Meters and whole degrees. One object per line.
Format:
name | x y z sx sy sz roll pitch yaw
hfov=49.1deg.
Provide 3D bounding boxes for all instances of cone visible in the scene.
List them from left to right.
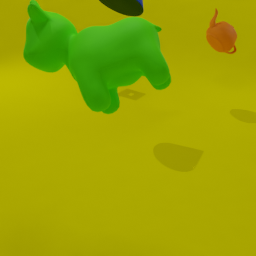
cone | 0.001 -3.238 6.031 1.143 1.147 1.143 21 0 0

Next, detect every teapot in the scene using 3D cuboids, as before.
teapot | 2.711 -2.697 8.045 0.715 1.460 0.908 -43 27 1

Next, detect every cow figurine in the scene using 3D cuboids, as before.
cow figurine | -0.380 -0.904 3.130 1.502 1.478 0.824 -24 -5 10
